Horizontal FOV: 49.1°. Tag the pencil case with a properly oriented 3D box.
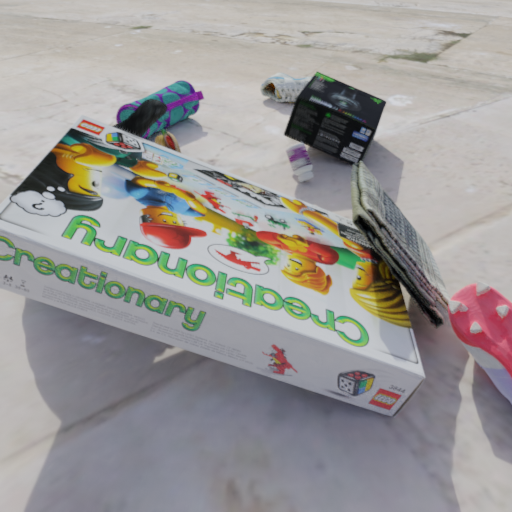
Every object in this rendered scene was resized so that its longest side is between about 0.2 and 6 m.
[{"bbox_3d":[-2.288,-3.499,13.478,1.029,0.948,2.228,-6,26,36],"label":"pencil case"}]

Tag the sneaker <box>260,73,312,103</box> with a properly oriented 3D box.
[{"bbox_3d":[0.991,-4.464,15.257,1.964,0.752,0.793,23,48,40],"label":"sneaker"}]

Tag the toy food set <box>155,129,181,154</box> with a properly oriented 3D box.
[{"bbox_3d":[-1.535,-1.782,9.964,0.223,0.916,0.906,-17,0,-21],"label":"toy food set"}]

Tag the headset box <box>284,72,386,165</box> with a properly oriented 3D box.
[{"bbox_3d":[1.808,-3.091,12.445,1.811,0.965,2.079,25,36,4],"label":"headset box"}]

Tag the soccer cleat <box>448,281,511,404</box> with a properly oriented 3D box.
[{"bbox_3d":[3.096,1.427,6.235,0.898,1.029,2.691,-36,50,10],"label":"soccer cleat"}]

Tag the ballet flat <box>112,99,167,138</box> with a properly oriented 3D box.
[{"bbox_3d":[-2.133,-2.159,9.718,1.568,0.521,0.445,-28,-10,34],"label":"ballet flat"}]

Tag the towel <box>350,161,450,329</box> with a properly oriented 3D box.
[{"bbox_3d":[2.003,-0.252,7.791,0.364,2.031,2.109,-32,19,24],"label":"towel"}]

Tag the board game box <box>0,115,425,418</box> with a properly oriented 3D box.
[{"bbox_3d":[-0.422,-0.035,6.927,4.729,0.818,2.985,20,33,-10],"label":"board game box"}]

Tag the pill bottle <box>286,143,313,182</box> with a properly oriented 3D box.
[{"bbox_3d":[0.892,-1.866,11.233,0.399,0.711,0.399,-20,-1,0],"label":"pill bottle"}]
